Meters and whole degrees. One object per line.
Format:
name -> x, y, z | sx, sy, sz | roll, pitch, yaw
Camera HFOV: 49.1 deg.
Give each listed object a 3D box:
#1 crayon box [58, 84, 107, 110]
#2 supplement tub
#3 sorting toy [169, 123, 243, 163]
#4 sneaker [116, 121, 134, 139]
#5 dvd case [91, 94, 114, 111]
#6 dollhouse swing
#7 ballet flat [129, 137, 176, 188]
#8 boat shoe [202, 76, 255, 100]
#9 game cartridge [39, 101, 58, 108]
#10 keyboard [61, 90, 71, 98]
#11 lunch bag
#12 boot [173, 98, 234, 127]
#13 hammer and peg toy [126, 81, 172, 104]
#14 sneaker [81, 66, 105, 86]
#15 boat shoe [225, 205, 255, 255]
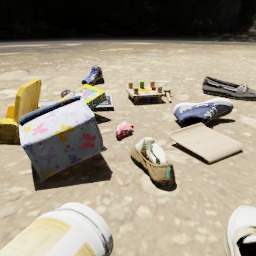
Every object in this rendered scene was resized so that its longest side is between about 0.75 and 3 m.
crayon box -> -1.741, -1.062, 10.726 | 1.427, 0.416, 1.231 | -37, 44, -28
supplement tub -> -1.061, 1.899, 3.616 | 1.263, 1.263, 1.749 | 11, 24, 25
sorting toy -> 2.342, 0.446, 8.535 | 1.561, 0.308, 1.686 | -15, 33, -30
sneaker -> -0.093, 0.049, 9.429 | 0.471, 0.401, 1.087 | 8, 23, 16
dvd case -> -1.410, -1.149, 12.653 | 1.438, 0.237, 1.913 | -3, 21, -6
dollhouse swing -> -3.992, -0.713, 9.494 | 1.840, 1.780, 2.025 | 2, 23, 5
ballet flat -> 0.600, 0.708, 7.267 | 0.719, 0.767, 2.121 | -4, 22, -17
boat shoe -> 5.110, -1.985, 13.901 | 2.978, 0.849, 0.996 | 14, 25, 31
game cartridge -> -3.243, -0.894, 11.672 | 1.847, 0.355, 1.197 | -5, 17, -12
keyboard -> -3.145, -1.720, 14.266 | 0.541, 0.206, 1.040 | -26, 26, -2
lunch bag -> -1.858, 0.050, 7.562 | 1.889, 1.416, 2.228 | -24, 28, -10
boot -> 2.916, -0.470, 10.391 | 2.337, 0.850, 1.056 | -8, 31, -2
hammer and peg toy -> 1.132, -1.751, 13.398 | 2.236, 0.788, 1.644 | -5, 22, -11
sneaker -> -2.073, -3.123, 16.523 | 0.720, 1.029, 1.781 | 12, 25, 30
boat shoe -> 2.000, 1.900, 4.123 | 0.967, 0.885, 2.588 | 4, 22, 11
